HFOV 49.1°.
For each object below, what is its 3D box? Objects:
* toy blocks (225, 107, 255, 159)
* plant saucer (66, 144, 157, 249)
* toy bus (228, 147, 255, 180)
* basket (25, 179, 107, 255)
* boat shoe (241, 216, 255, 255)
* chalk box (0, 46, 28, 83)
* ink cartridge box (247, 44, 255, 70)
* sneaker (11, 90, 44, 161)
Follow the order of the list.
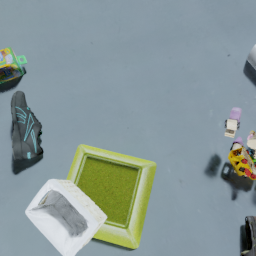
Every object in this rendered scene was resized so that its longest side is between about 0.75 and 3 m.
[{"bbox_3d":[4.173,-0.156,8.607,2.011,1.879,1.693,12,60,25],"label":"toy blocks"},{"bbox_3d":[-0.673,1.880,8.374,2.681,0.642,2.677,13,67,6],"label":"plant saucer"},{"bbox_3d":[3.579,1.197,8.691,0.608,1.111,1.177,-25,58,37],"label":"toy bus"},{"bbox_3d":[-1.147,1.682,5.406,1.274,0.786,0.864,39,95,19],"label":"basket"},{"bbox_3d":[3.448,3.523,7.627,0.727,0.822,2.245,10,59,13],"label":"boat shoe"},{"bbox_3d":[-4.342,-2.316,10.150,1.290,0.798,0.802,-25,69,-10],"label":"chalk box"},{"bbox_3d":[5.574,-2.329,10.133,1.444,0.832,1.979,-26,69,-11],"label":"ink cartridge box"},{"bbox_3d":[-3.345,-0.113,9.257,0.958,0.911,2.416,-5,72,-17],"label":"sneaker"}]
